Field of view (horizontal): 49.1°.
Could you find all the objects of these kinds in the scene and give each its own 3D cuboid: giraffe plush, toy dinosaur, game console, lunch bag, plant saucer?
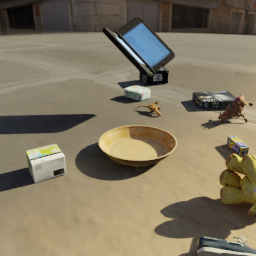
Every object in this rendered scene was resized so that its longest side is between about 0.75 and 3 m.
[{"bbox_3d":[3.293,1.443,6.941,1.333,1.418,1.644,13,8,-24],"label":"giraffe plush"},{"bbox_3d":[1.080,-0.968,13.067,0.791,0.450,1.489,-21,31,-36],"label":"toy dinosaur"},{"bbox_3d":[0.578,-3.849,12.721,2.797,1.628,2.460,47,16,5],"label":"game console"},{"bbox_3d":[4.667,-0.926,12.028,1.129,1.667,0.715,32,-15,-21],"label":"toy dinosaur"},{"bbox_3d":[0.461,-1.857,14.966,1.296,0.499,1.039,20,33,37],"label":"lunch bag"},{"bbox_3d":[0.319,0.623,9.486,2.616,0.463,2.616,0,24,0],"label":"plant saucer"}]

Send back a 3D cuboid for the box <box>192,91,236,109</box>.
[{"bbox_3d":[4.366,-1.405,14.060,1.909,0.416,1.530,-2,24,-3],"label":"box"}]

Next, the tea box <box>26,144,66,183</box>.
[{"bbox_3d":[-2.455,1.027,8.378,0.953,0.637,0.937,-14,27,-27],"label":"tea box"}]

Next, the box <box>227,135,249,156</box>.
[{"bbox_3d":[3.790,0.603,9.695,0.305,0.333,0.950,-4,24,-8],"label":"box"}]

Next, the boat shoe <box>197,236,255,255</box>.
[{"bbox_3d":[2.125,2.419,5.450,1.494,0.559,0.462,-2,34,18],"label":"boat shoe"}]

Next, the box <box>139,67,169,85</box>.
[{"bbox_3d":[1.639,-3.393,17.881,1.499,0.895,1.525,-6,25,-13],"label":"box"}]
